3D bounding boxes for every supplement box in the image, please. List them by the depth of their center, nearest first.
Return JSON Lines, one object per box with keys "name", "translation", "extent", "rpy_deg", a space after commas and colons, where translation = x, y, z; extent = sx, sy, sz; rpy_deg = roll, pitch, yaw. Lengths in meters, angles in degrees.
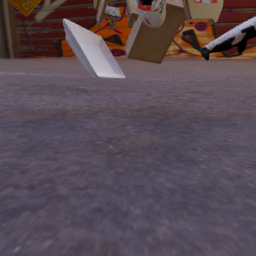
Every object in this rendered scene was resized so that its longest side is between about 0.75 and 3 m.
{"name": "supplement box", "translation": [-2.766, -4.311, 8.103], "extent": [0.954, 1.743, 0.949], "rpy_deg": [39, 17, -39]}

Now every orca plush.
{"name": "orca plush", "translation": [3.061, -2.376, 7.857], "extent": [2.039, 0.725, 1.073], "rpy_deg": [-33, 17, -6]}

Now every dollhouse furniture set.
{"name": "dollhouse furniture set", "translation": [0.534, -3.555, 8.246], "extent": [2.545, 1.803, 2.771], "rpy_deg": [5, 51, -21]}

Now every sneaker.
{"name": "sneaker", "translation": [0.351, -2.460, 5.401], "extent": [0.669, 0.889, 1.901], "rpy_deg": [7, -20, 11]}

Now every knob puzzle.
{"name": "knob puzzle", "translation": [1.547, -3.493, 6.258], "extent": [0.365, 2.630, 2.630], "rpy_deg": [-7, 8, 41]}

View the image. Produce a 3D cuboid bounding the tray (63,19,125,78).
{"name": "tray", "translation": [-0.502, -1.135, 4.417], "extent": [0.185, 0.895, 1.666], "rpy_deg": [-29, 2, 15]}
